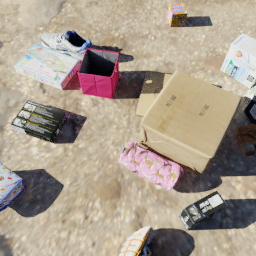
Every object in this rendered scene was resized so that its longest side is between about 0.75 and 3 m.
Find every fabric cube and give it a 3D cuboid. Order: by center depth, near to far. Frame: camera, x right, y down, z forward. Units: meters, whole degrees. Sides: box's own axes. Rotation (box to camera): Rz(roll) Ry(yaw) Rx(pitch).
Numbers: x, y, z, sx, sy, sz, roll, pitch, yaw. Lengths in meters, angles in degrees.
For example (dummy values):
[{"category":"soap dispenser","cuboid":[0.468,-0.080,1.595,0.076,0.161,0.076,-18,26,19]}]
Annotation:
[{"category":"fabric cube","cuboid":[-1.183,-2.288,11.933,1.444,1.440,1.417,9,59,5]}]

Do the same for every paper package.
[{"category":"paper package","cuboid":[2.220,-0.284,10.331,2.827,1.534,2.966,27,63,14]}]

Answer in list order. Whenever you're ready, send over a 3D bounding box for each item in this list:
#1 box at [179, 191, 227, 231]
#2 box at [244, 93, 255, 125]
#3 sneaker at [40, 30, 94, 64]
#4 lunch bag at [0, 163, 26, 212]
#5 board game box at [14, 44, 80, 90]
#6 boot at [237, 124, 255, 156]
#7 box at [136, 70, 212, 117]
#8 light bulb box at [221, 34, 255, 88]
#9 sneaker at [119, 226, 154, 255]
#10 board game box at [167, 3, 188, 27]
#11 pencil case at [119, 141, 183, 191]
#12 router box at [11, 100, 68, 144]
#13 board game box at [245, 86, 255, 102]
[{"category":"box","cuboid":[2.419,2.706,9.163,1.288,1.055,0.555,-24,62,-13]},{"category":"box","cuboid":[5.773,-0.912,11.220,1.663,1.234,0.890,-17,61,-11]},{"category":"sneaker","cuboid":[-2.817,-4.096,13.113,2.993,1.275,1.153,21,61,13]},{"category":"lunch bag","cuboid":[-4.471,2.124,9.629,1.205,0.878,1.418,29,55,16]},{"category":"board game box","cuboid":[-3.671,-2.853,12.860,2.461,0.421,1.655,22,61,13]},{"category":"boot","cuboid":[5.100,0.406,10.833,1.621,0.597,1.254,-1,55,-4]},{"category":"box","cuboid":[2.001,-1.250,11.961,2.932,0.312,2.397,12,60,6]},{"category":"light bulb box","cuboid":[5.168,-2.907,12.198,1.620,1.606,1.011,39,64,22]},{"category":"sneaker","cuboid":[0.235,4.209,8.432,0.988,1.001,2.559,36,59,-9]},{"category":"board game box","cuboid":[2.530,-5.792,14.400,0.801,0.800,0.800,-6,59,-4]},{"category":"pencil case","cuboid":[0.815,1.338,10.030,2.282,0.987,0.945,28,57,13]},{"category":"router box","cuboid":[-3.548,-0.279,11.291,1.809,0.462,1.349,18,61,11]},{"category":"board game box","cuboid":[5.580,-1.512,12.022,0.940,0.484,0.493,-29,63,-16]}]
